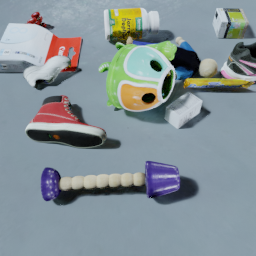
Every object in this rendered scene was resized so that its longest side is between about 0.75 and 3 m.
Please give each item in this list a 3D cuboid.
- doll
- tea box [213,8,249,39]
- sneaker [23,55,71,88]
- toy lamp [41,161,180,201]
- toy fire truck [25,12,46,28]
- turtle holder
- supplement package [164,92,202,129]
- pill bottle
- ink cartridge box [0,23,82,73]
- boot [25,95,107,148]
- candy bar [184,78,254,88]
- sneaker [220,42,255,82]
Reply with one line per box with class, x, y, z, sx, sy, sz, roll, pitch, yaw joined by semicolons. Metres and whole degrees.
doll;1.345;-2.225;8.875;2.998;0.726;2.045;17;53;14
tea box;3.733;-3.837;10.256;0.985;0.669;1.002;2;50;1
sneaker;-2.401;-1.702;8.626;1.521;0.567;0.662;-30;72;-12
toy lamp;-0.341;1.138;5.990;2.839;0.826;0.826;-3;50;3
toy fire truck;-3.579;-3.807;10.371;0.842;0.562;1.003;-8;47;18
turtle holder;0.449;-1.374;7.553;1.597;1.709;2.249;15;28;27
supplement package;1.486;-0.486;7.567;0.904;0.495;0.514;-33;57;-25
pill bottle;0.114;-3.652;9.860;1.860;1.049;1.049;-4;50;-4
ink cartridge box;-2.932;-2.697;9.349;2.528;0.598;2.024;0;50;0
boot;-1.428;-0.283;7.278;2.054;0.744;1.482;7;49;11
candy bar;2.615;-1.305;8.244;2.004;0.500;0.222;1;80;0
sneaker;4.397;-2.064;8.377;2.983;1.288;1.198;-9;52;-8
